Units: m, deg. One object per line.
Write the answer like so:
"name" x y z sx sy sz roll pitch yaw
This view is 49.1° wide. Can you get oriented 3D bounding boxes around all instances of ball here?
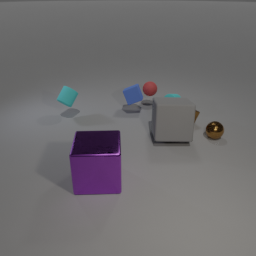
"ball" 3.380 0.083 10.902 0.700 0.700 0.700 0 28 0
"ball" 1.051 -1.873 13.388 0.700 0.700 0.700 0 28 0

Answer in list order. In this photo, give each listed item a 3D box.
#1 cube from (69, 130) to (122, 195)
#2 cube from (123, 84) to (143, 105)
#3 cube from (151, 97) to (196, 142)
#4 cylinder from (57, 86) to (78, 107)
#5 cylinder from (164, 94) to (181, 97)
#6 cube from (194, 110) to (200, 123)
"cube" -0.909 1.003 8.414 1.400 1.400 1.400 -1 28 -2
"cube" 0.238 -1.529 12.725 0.700 0.700 0.700 -19 14 12
"cube" 1.673 -0.357 10.677 1.400 1.400 1.400 1 17 -1
"cylinder" -2.631 -1.364 12.188 0.700 0.700 0.700 26 -7 3
"cylinder" 2.085 -1.246 13.125 0.700 0.700 0.700 18 15 31
"cube" 2.454 -0.572 11.862 0.700 0.700 0.700 15 18 -34
